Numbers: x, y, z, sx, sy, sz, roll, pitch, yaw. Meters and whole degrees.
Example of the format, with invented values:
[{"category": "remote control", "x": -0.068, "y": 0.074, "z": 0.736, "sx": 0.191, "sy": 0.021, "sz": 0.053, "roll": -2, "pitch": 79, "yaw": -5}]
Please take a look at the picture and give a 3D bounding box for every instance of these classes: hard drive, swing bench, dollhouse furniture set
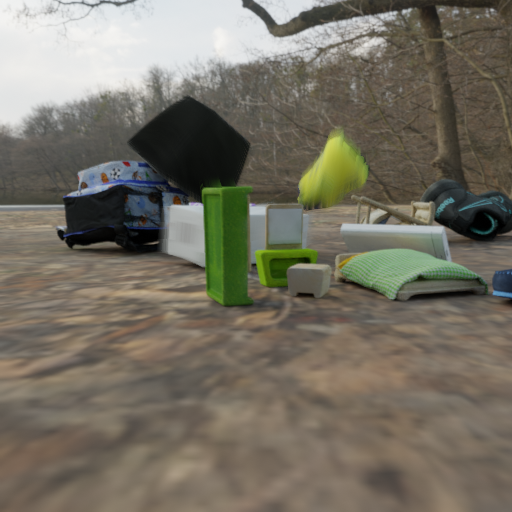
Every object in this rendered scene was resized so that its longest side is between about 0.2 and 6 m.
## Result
[{"category": "hard drive", "x": 1.655, "y": -0.072, "z": 6.610, "sx": 1.172, "sy": 0.156, "sz": 0.773, "roll": 4, "pitch": -36, "yaw": 31}, {"category": "swing bench", "x": 2.609, "y": -0.681, "z": 10.989, "sx": 1.411, "sy": 0.915, "sz": 1.403, "roll": 5, "pitch": 6, "yaw": 2}, {"category": "dollhouse furniture set", "x": 0.828, "y": -0.154, "z": 5.475, "sx": 2.674, "sy": 1.032, "sz": 1.336, "roll": -2, "pitch": 7, "yaw": -19}]

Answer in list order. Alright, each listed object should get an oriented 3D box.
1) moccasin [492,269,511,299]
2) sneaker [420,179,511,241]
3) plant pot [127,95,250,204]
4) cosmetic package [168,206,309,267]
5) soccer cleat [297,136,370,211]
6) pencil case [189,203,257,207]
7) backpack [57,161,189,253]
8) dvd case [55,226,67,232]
[{"category": "moccasin", "x": 2.932, "y": 0.108, "z": 5.023, "sx": 1.779, "sy": 0.606, "sz": 0.716, "roll": -2, "pitch": 7, "yaw": -14}, {"category": "sneaker", "x": 4.730, "y": -0.727, "z": 11.806, "sx": 3.048, "sy": 1.149, "sz": 1.208, "roll": 5, "pitch": 34, "yaw": -36}, {"category": "plant pot", "x": -1.042, "y": -1.834, "z": 9.645, "sx": 1.514, "sy": 1.343, "sz": 1.511, "roll": 32, "pitch": 6, "yaw": -44}, {"category": "cosmetic package", "x": -0.228, "y": -0.305, "z": 7.752, "sx": 1.746, "sy": 0.708, "sz": 0.985, "roll": -1, "pitch": 12, "yaw": -37}, {"category": "soccer cleat", "x": 1.101, "y": -1.142, "z": 8.672, "sx": 0.973, "sy": 0.752, "sz": 2.325, "roll": -37, "pitch": -4, "yaw": -4}, {"category": "pencil case", "x": -0.808, "y": -0.739, "z": 12.003, "sx": 1.894, "sy": 0.795, "sz": 0.810, "roll": 5, "pitch": -25, "yaw": 21}, {"category": "backpack", "x": -2.124, "y": -0.811, "z": 9.703, "sx": 2.039, "sy": 1.571, "sz": 1.942, "roll": 2, "pitch": -4, "yaw": 42}, {"category": "dvd case", "x": -4.622, "y": -0.725, "z": 14.784, "sx": 1.212, "sy": 0.097, "sz": 0.901, "roll": -3, "pitch": 7, "yaw": -25}]
